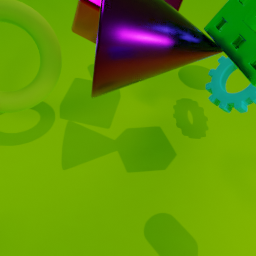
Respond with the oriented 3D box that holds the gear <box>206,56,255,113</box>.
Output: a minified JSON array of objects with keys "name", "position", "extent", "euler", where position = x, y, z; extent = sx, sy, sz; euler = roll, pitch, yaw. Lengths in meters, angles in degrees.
[{"name":"gear","position":[2.271,-0.991,5.711],"extent":[0.255,1.381,1.381],"euler":[24,34,-39]}]

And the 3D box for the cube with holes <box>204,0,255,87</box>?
[{"name":"cube with holes","position":[1.639,-0.983,2.946],"extent":[0.964,0.964,0.964],"euler":[12,42,-41]}]

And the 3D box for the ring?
[{"name":"ring","position":[-2.124,-1.203,4.832],"extent":[1.946,1.946,0.389],"euler":[-19,25,-16]}]

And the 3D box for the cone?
[{"name":"cone","position":[0.400,-0.984,3.186],"extent":[1.482,1.476,1.476],"euler":[6,48,-8]}]

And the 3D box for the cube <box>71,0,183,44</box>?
[{"name":"cube","position":[0.008,-2.060,4.563],"extent":[1.355,1.355,1.355],"euler":[24,84,-15]}]
